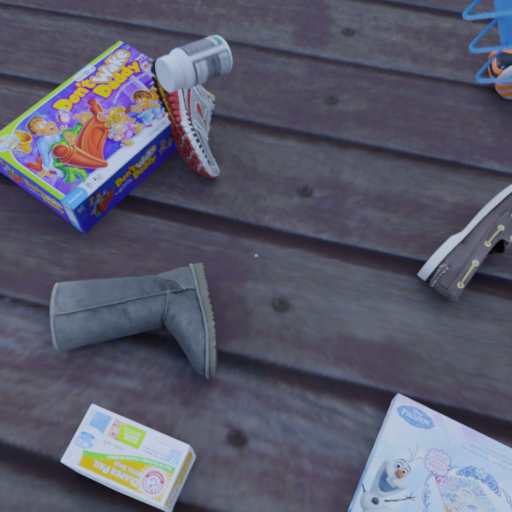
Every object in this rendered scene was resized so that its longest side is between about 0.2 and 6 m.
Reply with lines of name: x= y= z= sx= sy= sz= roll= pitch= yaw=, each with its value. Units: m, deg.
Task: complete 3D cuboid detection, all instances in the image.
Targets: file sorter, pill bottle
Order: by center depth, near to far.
pill bottle: x=-0.726 y=-2.230 z=6.532 sx=0.821 sy=0.465 sz=0.465 roll=-30 pitch=64 yaw=-27
file sorter: x=3.576 y=-3.517 z=7.466 sx=1.267 sy=2.066 sz=1.434 roll=-45 pitch=36 yaw=-23

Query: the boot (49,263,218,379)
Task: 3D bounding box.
boot: x=-1.786 y=1.029 z=8.166 sx=2.310 sy=0.838 sz=2.100 roll=-7 pitch=46 yaw=-12

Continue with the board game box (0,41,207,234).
board game box: x=-2.761 y=-2.256 z=10.119 sx=2.238 sy=0.745 sz=3.329 roll=33 pitch=65 yaw=18

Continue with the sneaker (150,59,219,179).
sneaker: x=-1.008 y=-2.368 z=9.582 sx=0.893 sy=2.173 sz=0.846 roll=-24 pitch=20 yaw=-19

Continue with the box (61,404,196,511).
box: x=-1.618 y=2.643 z=7.278 sx=1.451 sy=0.736 sz=0.816 roll=18 pitch=62 yaw=10

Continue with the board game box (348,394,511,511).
board game box: x=2.364 y=3.132 z=7.165 sx=2.012 sy=0.436 sz=2.002 roll=25 pitch=63 yaw=14

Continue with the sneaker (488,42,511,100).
sneaker: x=5.931 y=-4.061 z=10.777 sx=2.814 sy=1.092 sz=1.577 roll=-6 pitch=57 yaw=10

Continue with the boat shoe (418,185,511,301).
boat shoe: x=3.654 y=-0.273 z=8.923 sx=2.452 sy=0.881 sz=0.730 roll=-40 pitch=71 yaw=-16
